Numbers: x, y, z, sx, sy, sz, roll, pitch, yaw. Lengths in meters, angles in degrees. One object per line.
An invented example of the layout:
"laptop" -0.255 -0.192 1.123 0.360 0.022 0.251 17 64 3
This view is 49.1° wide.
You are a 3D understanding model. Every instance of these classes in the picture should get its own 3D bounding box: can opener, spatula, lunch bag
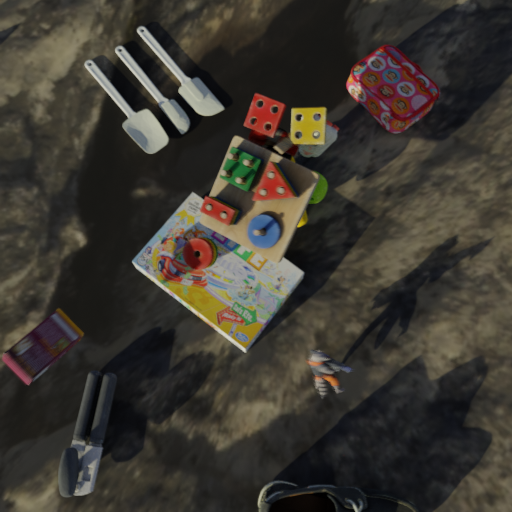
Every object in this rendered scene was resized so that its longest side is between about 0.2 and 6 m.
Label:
"can opener" -3.096 3.230 10.284 0.597 0.748 2.236 8 71 3
"spatula" -2.505 -3.924 12.978 2.159 0.249 3.105 -37 75 -11
"lunch bag" 3.172 -3.840 12.718 1.630 0.758 1.851 -37 76 -16

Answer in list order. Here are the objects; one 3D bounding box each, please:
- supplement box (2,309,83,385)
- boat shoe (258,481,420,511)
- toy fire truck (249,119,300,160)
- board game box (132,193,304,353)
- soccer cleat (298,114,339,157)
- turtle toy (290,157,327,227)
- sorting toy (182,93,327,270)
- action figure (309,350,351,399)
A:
"supplement box" -3.703 1.581 9.763 0.657 0.510 1.190 46 57 -2
"boat shoe" 1.486 4.552 9.740 2.904 0.982 1.043 7 70 1
"toy fire truck" 0.348 -2.197 10.561 0.967 1.099 0.707 23 85 -2
"board game box" -0.768 0.293 11.402 2.903 0.497 1.951 36 75 11
"soccer cleat" 1.193 -2.389 11.368 0.765 2.207 0.856 42 101 5
"turtle toy" 0.535 -1.287 11.651 2.033 1.028 1.482 -13 94 -7
"sorting toy" -0.004 -1.147 10.246 1.813 0.636 3.760 29 104 16
"action figure" 1.303 2.169 10.348 0.511 0.978 0.946 -36 117 -27
